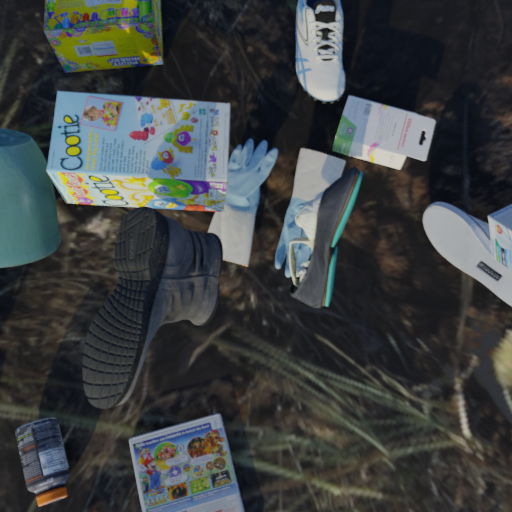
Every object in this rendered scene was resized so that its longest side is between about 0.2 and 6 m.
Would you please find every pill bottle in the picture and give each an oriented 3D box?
[{"bbox_3d":[-3.320,3.233,8.780,0.651,0.651,1.225,-18,72,-6],"label":"pill bottle"}]

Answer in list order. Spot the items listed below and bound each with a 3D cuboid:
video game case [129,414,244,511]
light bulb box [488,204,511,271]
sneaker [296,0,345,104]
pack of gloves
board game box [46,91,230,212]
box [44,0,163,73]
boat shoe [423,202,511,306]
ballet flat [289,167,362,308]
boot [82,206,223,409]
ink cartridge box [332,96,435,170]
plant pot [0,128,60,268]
[{"bbox_3d":[-1.048,3.760,8.842,1.531,0.193,2.138,-14,72,-5],"label":"video game case"},{"bbox_3d":[3.522,-0.190,7.440,0.462,0.734,0.741,-24,32,-5],"label":"light bulb box"},{"bbox_3d":[1.295,-4.391,11.255,1.012,1.021,2.816,-3,72,-2],"label":"sneaker"},{"bbox_3d":[0.336,-0.876,10.427,2.089,0.491,2.486,16,78,-1],"label":"pack of gloves"},{"bbox_3d":[-1.761,-1.597,8.912,2.603,1.341,1.365,3,74,-5],"label":"board game box"},{"bbox_3d":[-3.019,-4.976,11.309,2.059,1.256,1.983,-5,71,-1],"label":"box"},{"bbox_3d":[4.101,-0.134,9.949,2.473,0.877,0.863,42,49,16],"label":"boat shoe"},{"bbox_3d":[0.932,-0.260,8.436,0.881,2.412,0.881,7,32,-4],"label":"ballet flat"},{"bbox_3d":[-1.256,0.816,7.889,0.964,1.819,2.764,11,81,34],"label":"boot"},{"bbox_3d":[2.439,-2.312,10.742,1.724,0.580,1.010,17,72,6],"label":"ink cartridge box"},{"bbox_3d":[-4.339,-1.065,9.023,2.233,2.233,1.792,9,112,3],"label":"plant pot"}]
